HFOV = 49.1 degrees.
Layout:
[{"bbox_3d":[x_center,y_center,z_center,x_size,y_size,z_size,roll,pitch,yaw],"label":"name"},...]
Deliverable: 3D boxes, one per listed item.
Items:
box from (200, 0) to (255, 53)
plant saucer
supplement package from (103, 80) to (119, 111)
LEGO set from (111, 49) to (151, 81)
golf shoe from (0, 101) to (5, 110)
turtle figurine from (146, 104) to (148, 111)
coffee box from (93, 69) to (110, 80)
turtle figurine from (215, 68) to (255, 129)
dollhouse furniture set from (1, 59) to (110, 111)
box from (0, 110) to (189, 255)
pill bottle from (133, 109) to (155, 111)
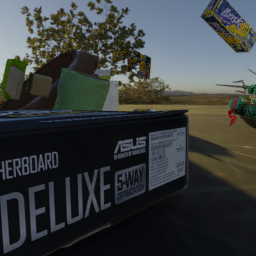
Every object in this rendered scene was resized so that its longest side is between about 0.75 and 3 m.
[{"bbox_3d":[3.470,-3.448,9.508,2.038,0.714,0.655,33,-2,-24],"label":"box"},{"bbox_3d":[-1.868,-0.890,6.224,2.711,0.467,2.711,-28,31,19],"label":"plant saucer"},{"bbox_3d":[-1.300,-0.579,7.264,1.763,1.338,1.328,2,6,23],"label":"supplement package"},{"bbox_3d":[0.136,-2.208,10.253,1.251,0.943,1.627,4,-1,24],"label":"LEGO set"},{"bbox_3d":[-3.200,-0.444,7.467,2.276,1.075,0.885,-7,10,-41],"label":"golf shoe"},{"bbox_3d":[0.760,-0.354,8.603,0.759,0.546,0.736,-41,32,-3],"label":"turtle figurine"},{"bbox_3d":[-2.669,-2.244,17.420,2.628,2.602,2.632,-2,7,-18],"label":"coffee box"},{"bbox_3d":[3.671,-0.563,7.141,2.770,1.394,2.073,20,28,25],"label":"turtle figurine"},{"bbox_3d":[-0.992,-0.278,4.513,1.880,1.232,0.943,8,17,-38],"label":"dollhouse furniture set"},{"bbox_3d":[-1.204,0.259,2.041,2.250,0.710,2.854,4,7,39],"label":"box"},{"bbox_3d":[0.620,-0.371,9.288,0.946,0.532,0.532,4,7,36],"label":"pill bottle"}]
